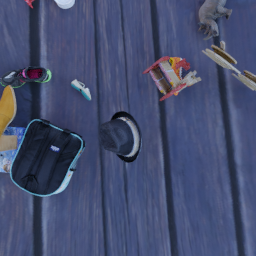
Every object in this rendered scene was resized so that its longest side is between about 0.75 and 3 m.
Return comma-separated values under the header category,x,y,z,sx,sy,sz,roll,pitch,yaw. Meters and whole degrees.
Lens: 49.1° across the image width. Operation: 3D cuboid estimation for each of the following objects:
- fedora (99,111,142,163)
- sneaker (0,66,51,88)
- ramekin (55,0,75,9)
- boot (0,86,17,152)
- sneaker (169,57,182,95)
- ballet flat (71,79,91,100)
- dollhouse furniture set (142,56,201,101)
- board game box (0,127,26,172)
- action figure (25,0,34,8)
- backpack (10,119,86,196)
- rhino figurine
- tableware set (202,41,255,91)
category,x,y,z,sx,sy,sz,roll,pitch,yaw
fedora,-0.335,0.285,8.203,0.760,1.665,1.665,-5,79,-36
sneaker,-3.583,-1.851,9.690,1.740,0.729,0.668,-12,81,-2
ramekin,-2.332,-4.796,10.332,0.752,0.367,0.752,0,82,0
boot,-4.523,-0.329,8.982,1.721,0.846,2.404,0,70,-29
sneaker,1.616,-1.800,9.822,0.557,0.527,1.444,3,70,-1
ballet flat,-1.581,-1.364,9.847,0.947,0.329,0.329,41,83,6
dollhouse furniture set,1.472,-1.673,9.069,0.811,1.994,1.073,-33,86,35
board game box,-4.323,0.714,9.493,1.522,0.332,1.529,2,81,1
action figure,-3.053,-5.063,10.259,0.411,0.521,1.592,44,91,-1
backpack,-2.507,1.017,8.776,1.876,1.636,2.134,23,76,0
rhino figurine,3.152,-4.244,10.057,1.094,0.748,2.502,21,84,10
tableware set,3.548,-1.910,8.860,2.454,1.622,0.492,34,106,-10
